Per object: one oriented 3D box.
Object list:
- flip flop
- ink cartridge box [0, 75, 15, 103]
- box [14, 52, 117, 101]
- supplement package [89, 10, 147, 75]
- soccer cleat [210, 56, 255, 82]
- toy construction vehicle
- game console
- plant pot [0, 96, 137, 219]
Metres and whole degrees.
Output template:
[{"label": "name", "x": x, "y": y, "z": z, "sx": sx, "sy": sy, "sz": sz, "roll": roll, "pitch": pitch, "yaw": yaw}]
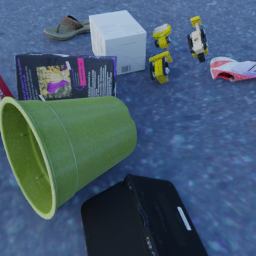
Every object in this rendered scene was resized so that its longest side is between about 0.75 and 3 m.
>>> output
[{"label": "flip flop", "x": -2.405, "y": -4.632, "z": 12.500, "sx": 2.849, "sy": 0.820, "sz": 1.155, "roll": -21, "pitch": 49, "yaw": -20}, {"label": "ink cartridge box", "x": -3.925, "y": -1.063, "z": 8.029, "sx": 1.419, "sy": 1.616, "sz": 0.678, "roll": -4, "pitch": 32, "yaw": 34}, {"label": "box", "x": -1.718, "y": -1.452, "z": 8.362, "sx": 2.711, "sy": 1.438, "sz": 1.657, "roll": 3, "pitch": 17, "yaw": -1}, {"label": "supplement package", "x": -0.413, "y": -3.223, "z": 10.586, "sx": 1.542, "sy": 1.530, "sz": 2.031, "roll": -15, "pitch": 47, "yaw": -14}, {"label": "soccer cleat", "x": 4.093, "y": -1.994, "z": 10.055, "sx": 2.275, "sy": 0.776, "sz": 0.832, "roll": 7, "pitch": 71, "yaw": 0}, {"label": "toy construction vehicle", "x": 1.825, "y": -2.827, "z": 10.122, "sx": 2.123, "sy": 0.859, "sz": 2.439, "roll": -18, "pitch": 55, "yaw": 25}, {"label": "game console", "x": 0.284, "y": 2.264, "z": 5.972, "sx": 2.009, "sy": 1.329, "sz": 2.284, "roll": 14, "pitch": 34, "yaw": -30}, {"label": "plant pot", "x": -1.251, "y": 0.296, "z": 6.650, "sx": 2.563, "sy": 2.699, "sz": 2.699, "roll": -22, "pitch": 48, "yaw": -36}]
